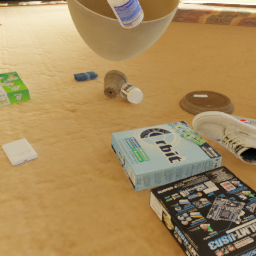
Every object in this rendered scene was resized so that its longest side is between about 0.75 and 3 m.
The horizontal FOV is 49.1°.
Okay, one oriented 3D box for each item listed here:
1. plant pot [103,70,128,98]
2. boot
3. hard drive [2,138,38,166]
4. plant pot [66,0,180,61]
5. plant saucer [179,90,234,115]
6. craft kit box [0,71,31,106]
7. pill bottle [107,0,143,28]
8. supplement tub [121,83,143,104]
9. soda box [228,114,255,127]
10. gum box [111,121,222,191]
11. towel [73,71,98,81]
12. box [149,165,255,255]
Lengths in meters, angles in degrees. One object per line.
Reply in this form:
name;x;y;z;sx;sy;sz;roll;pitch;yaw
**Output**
plant pot;-0.559;-1.598;10.695;0.951;0.951;0.825;8;48;14
boot;2.739;0.278;7.182;2.163;0.796;1.034;15;33;-1
hard drive;-2.910;0.627;7.503;0.640;0.123;0.970;-20;36;-30
plant pot;-0.271;-3.120;7.971;3.002;2.016;3.002;5;57;-8
plant saucer;2.823;-0.921;10.030;1.921;0.283;1.921;-1;30;0
craft kit box;-5.202;-1.438;10.693;2.358;0.572;2.329;-16;37;-25
pill bottle;-0.083;-2.331;5.167;0.506;0.903;0.506;-9;65;19
supplement tub;0.133;-1.270;10.328;0.566;0.566;0.807;-16;33;-25
soda box;3.589;0.084;8.058;1.590;0.504;0.543;14;33;23
gum box;0.891;0.595;7.178;2.223;0.495;1.889;-9;31;-17
towel;-1.869;-2.283;12.400;0.997;0.242;0.556;-14;33;-24
box;1.716;1.652;5.388;1.968;0.489;1.953;-13;33;-22
